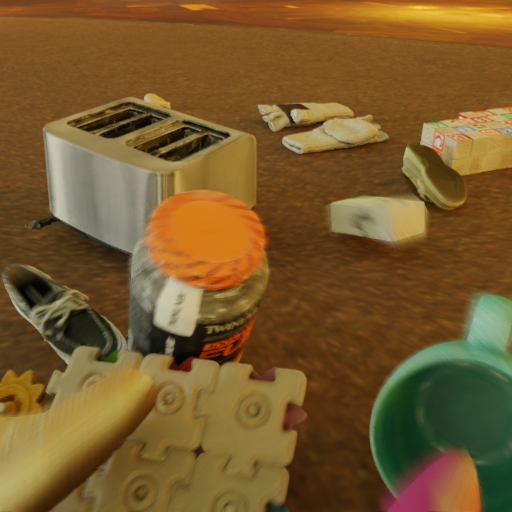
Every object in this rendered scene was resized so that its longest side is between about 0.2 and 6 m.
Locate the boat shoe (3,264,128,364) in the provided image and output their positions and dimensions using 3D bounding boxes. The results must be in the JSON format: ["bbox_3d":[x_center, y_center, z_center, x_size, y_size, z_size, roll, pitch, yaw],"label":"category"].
[{"bbox_3d":[-2.157,0.634,6.223,1.766,0.603,0.652,36,64,26],"label":"boat shoe"}]

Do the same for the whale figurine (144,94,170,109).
[{"bbox_3d":[-2.582,-3.927,14.537,0.687,0.357,0.547,11,42,-25],"label":"whale figurine"}]

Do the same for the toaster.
[{"bbox_3d":[-1.636,-1.160,8.404,2.444,1.604,2.703,22,37,25],"label":"toaster"}]

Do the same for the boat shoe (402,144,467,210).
[{"bbox_3d":[3.105,-1.323,9.987,0.726,0.626,1.991,2,36,-14],"label":"boat shoe"}]

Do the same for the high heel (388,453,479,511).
[{"bbox_3d":[0.389,2.135,3.406,1.416,0.993,2.946,0,20,38],"label":"high heel"}]

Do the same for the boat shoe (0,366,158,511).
[{"bbox_3d":[-1.872,1.501,4.032,2.423,0.868,0.923,-37,71,-20],"label":"boat shoe"}]

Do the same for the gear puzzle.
[{"bbox_3d":[-1.180,1.620,4.772,3.190,0.418,1.652,2,59,20],"label":"gear puzzle"}]

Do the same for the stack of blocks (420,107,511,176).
[{"bbox_3d":[4.658,-2.375,11.435,2.550,0.747,1.468,-11,32,-16],"label":"stack of blocks"}]

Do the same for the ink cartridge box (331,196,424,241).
[{"bbox_3d":[1.784,-0.572,8.244,0.820,0.464,1.118,-15,19,-38],"label":"ink cartridge box"}]

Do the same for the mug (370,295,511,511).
[{"bbox_3d":[1.787,1.276,4.497,1.345,1.636,1.012,50,18,18],"label":"mug"}]

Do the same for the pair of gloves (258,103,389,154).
[{"bbox_3d":[1.501,-3.090,12.912,2.382,0.491,2.801,-10,33,-17],"label":"pair of gloves"}]

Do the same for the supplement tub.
[{"bbox_3d":[-0.586,0.405,5.344,1.220,1.991,1.220,7,50,-8],"label":"supplement tub"}]
